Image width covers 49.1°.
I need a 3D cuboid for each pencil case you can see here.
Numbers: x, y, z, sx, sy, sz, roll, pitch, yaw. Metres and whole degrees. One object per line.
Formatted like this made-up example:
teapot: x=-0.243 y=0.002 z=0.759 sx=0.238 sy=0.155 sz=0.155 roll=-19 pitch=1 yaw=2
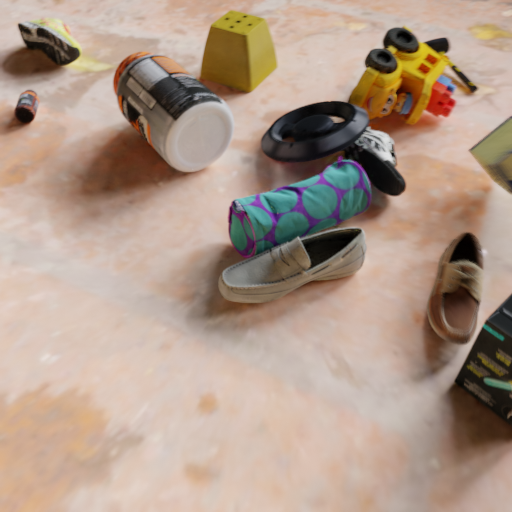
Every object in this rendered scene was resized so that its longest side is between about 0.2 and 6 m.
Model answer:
pencil case: x=0.689 y=-0.823 z=9.284 sx=2.360 sy=1.004 sz=1.091 roll=-21 pitch=64 yaw=-19

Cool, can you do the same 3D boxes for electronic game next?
electronic game: x=1.113 y=-2.418 z=10.843 sx=2.123 sy=0.442 sz=2.123 roll=-13 pitch=36 yaw=10

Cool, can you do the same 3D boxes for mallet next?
mallet: x=4.654 y=-4.473 z=13.088 sx=0.657 sy=0.410 sz=1.994 roll=-23 pitch=55 yaw=-13

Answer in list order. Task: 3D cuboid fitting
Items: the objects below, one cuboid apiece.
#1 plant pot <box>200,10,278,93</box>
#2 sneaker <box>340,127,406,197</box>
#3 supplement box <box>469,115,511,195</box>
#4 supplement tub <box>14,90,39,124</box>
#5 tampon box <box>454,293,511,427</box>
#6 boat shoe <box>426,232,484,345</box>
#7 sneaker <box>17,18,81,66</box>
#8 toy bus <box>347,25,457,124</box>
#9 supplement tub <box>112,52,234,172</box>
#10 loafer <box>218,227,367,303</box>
plant pot: x=-0.399 y=-4.723 z=12.707 sx=1.383 sy=1.220 sz=1.383 roll=22 pitch=51 yaw=20
sneaker: x=2.338 y=-1.881 z=10.434 sx=0.852 sy=0.713 sz=1.925 roll=-22 pitch=52 yaw=-14
supplement box: x=4.561 y=-1.776 z=9.554 sx=1.246 sy=0.837 sz=1.245 roll=-41 pitch=17 yaw=17
supplement tub: x=-4.830 y=-3.183 z=11.840 sx=0.424 sy=0.424 sz=0.793 roll=-4 pitch=47 yaw=-3
tampon box: x=3.368 y=1.295 z=7.023 sx=0.927 sy=1.469 sz=1.101 roll=-34 pitch=56 yaw=-27
boat shoe: x=2.984 y=0.404 z=8.283 sx=0.755 sy=0.716 sz=1.995 roll=11 pitch=46 yaw=9
sneaker: x=-4.808 y=-5.307 z=13.514 sx=2.151 sy=0.841 sz=0.971 roll=34 pitch=53 yaw=27
toy bus: x=3.132 y=-3.435 z=11.589 sx=2.014 sy=1.424 sz=2.098 roll=35 pitch=57 yaw=8
supplement tub: x=-1.677 y=-2.851 z=10.776 sx=1.531 sy=1.531 sz=2.499 roll=-27 pitch=53 yaw=-22
loafer: x=0.566 y=0.074 z=8.571 sx=2.389 sy=0.834 sz=0.835 roll=-17 pitch=50 yaw=-15
